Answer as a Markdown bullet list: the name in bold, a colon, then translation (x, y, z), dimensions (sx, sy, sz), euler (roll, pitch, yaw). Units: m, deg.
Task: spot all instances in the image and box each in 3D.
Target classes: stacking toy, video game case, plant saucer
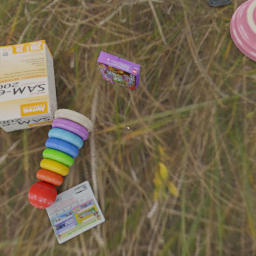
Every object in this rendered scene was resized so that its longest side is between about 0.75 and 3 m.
- **stacking toy**: translation (-1.899, 0.851, 7.535), dimensions (1.121, 1.121, 2.626), euler (17, 70, 6)
- **video game case**: translation (-1.444, 2.231, 7.508), dimensions (1.298, 0.143, 1.181), euler (-25, 71, -9)
- **plant saucer**: translation (4.930, -3.431, 9.409), dimensions (2.806, 0.711, 2.806), euler (0, 69, -1)

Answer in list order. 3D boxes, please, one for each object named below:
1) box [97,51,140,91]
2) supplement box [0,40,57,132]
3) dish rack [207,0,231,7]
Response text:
- **box**: translation (-0.134, -0.935, 4.757), dimensions (0.654, 0.956, 0.187), euler (21, 84, 4)
- **supplement box**: translation (-3.074, -1.281, 8.442), dimensions (1.586, 0.925, 2.516), euler (-10, 70, -3)
- **dish rack**: translation (3.227, -4.986, 10.219), dimensions (0.930, 0.331, 1.212), euler (-12, 70, -4)
